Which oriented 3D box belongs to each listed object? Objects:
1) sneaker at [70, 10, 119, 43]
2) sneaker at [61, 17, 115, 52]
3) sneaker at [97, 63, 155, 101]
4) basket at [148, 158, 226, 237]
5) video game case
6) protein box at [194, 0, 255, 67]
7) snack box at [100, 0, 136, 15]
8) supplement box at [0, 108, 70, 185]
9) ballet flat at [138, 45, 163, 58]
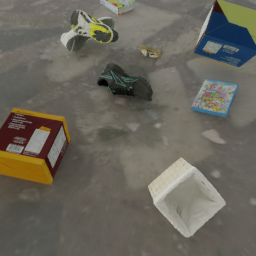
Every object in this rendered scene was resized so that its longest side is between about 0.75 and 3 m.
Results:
[{"bbox_3d":[-1.216,-3.518,10.010,2.053,0.764,0.869,37,22,22],"label":"sneaker"},{"bbox_3d":[-1.554,-3.742,10.697,2.241,0.788,0.898,-31,53,-18],"label":"sneaker"},{"bbox_3d":[-0.076,-1.286,8.877,2.146,0.809,0.850,33,70,32],"label":"sneaker"},{"bbox_3d":[1.197,1.443,5.997,1.132,0.911,1.122,-42,103,0],"label":"basket"},{"bbox_3d":[2.742,-0.983,8.792,1.068,0.133,1.492,15,51,26],"label":"video game case"},{"bbox_3d":[3.259,-2.964,9.041,1.735,1.748,1.179,19,89,4],"label":"protein box"},{"bbox_3d":[-0.454,-5.622,12.494,0.982,0.366,1.381,-32,58,-23],"label":"snack box"},{"bbox_3d":[-2.487,0.444,7.223,1.471,0.990,1.492,10,52,8],"label":"supplement box"},{"bbox_3d":[0.782,-2.783,10.263,0.972,0.343,0.317,17,69,18],"label":"ballet flat"}]
